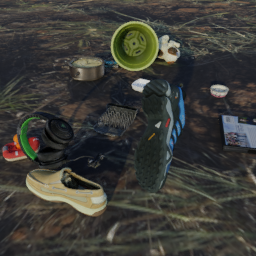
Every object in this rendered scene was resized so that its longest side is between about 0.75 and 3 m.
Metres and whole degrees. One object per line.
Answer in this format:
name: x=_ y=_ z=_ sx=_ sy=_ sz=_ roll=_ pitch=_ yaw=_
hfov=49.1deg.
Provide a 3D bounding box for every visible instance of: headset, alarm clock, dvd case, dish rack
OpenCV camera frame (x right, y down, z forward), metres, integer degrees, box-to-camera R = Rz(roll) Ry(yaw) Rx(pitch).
headset: x=-1.818 y=0.427 z=7.449 sx=2.355 sy=1.454 sz=1.106 roll=25 pitch=25 yaw=16
alarm clock: x=-1.761 y=-2.933 z=13.658 sx=2.523 sy=0.840 sz=1.702 roll=-23 pitch=39 yaw=-28
dvd case: x=4.473 y=0.269 z=9.270 sx=2.726 sy=0.239 sz=1.945 roll=7 pitch=35 yaw=9
dish rack: x=-0.461 y=-0.287 z=9.955 sx=1.224 sy=0.435 sz=1.595 roll=12 pitch=35 yaw=19

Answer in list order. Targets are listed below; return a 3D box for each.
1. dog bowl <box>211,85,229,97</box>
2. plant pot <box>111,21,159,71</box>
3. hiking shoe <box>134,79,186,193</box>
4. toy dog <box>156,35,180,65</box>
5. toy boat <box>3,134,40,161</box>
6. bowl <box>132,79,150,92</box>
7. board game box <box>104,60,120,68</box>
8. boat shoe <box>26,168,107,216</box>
dog bowl: x=3.931 y=-1.586 z=12.092 sx=0.756 sy=0.279 sz=0.756 roll=1 pitch=33 yaw=0
plant pot: x=0.345 y=-4.435 z=15.036 sx=2.388 sy=2.388 sz=2.267 roll=0 pitch=20 yaw=0
hiking shoe: x=0.842 y=0.212 z=6.150 sx=1.074 sy=2.478 sz=0.922 roll=2 pitch=9 yaw=-42
toy dog: x=2.131 y=-4.219 z=15.333 sx=1.657 sy=1.193 sz=1.709 roll=-12 pitch=39 yaw=-26
toy boat: x=-3.248 y=0.497 z=8.471 sx=1.091 sy=0.713 sz=0.712 roll=-13 pitch=35 yaw=-19
bowl: x=0.660 y=-1.856 z=12.480 sx=0.830 sy=0.310 sz=0.831 roll=17 pitch=36 yaw=25
board game box: x=-0.984 y=-3.460 z=15.094 sx=1.107 sy=0.156 sz=0.748 roll=4 pitch=33 yaw=6
boat shoe: x=-1.565 y=1.341 z=6.972 sx=2.352 sy=0.896 sz=0.843 roll=12 pitch=33 yaw=20
